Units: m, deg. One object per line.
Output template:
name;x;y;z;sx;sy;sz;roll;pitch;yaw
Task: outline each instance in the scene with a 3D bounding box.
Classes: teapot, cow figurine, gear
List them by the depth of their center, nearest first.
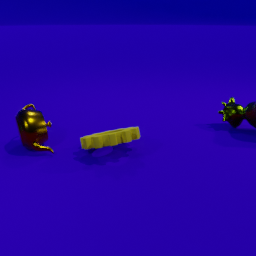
gear;-0.399;0.218;6.377;1.329;0.246;1.329;-11;3;1
teapot;-2.170;0.036;6.569;0.762;0.968;1.557;-15;59;-23
cow figurine;3.258;-0.437;7.349;1.491;1.515;0.832;24;69;6
